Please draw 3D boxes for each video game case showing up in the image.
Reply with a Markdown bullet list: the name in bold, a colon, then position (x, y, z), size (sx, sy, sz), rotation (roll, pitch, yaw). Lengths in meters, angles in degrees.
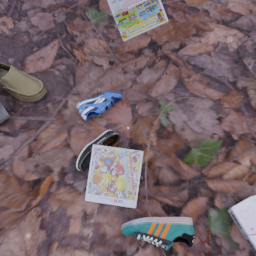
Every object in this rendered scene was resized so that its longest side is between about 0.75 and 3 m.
- **video game case**: position (0.334, -4.042, 9.681), size (1.690, 0.193, 1.538), rotation (-22, 94, 9)
- **video game case**: position (-0.448, 1.570, 9.180), size (1.697, 0.213, 1.865), rotation (8, 86, 4)

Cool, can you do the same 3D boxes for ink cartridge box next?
- **ink cartridge box**: position (4.443, 2.835, 8.784), size (2.016, 0.575, 1.639), rotation (-25, 66, -8)

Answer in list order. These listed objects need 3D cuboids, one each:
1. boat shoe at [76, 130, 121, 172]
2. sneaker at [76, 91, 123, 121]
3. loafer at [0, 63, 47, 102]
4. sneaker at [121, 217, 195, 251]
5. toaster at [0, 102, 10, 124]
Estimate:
- **boat shoe**: position (-1.010, 0.783, 9.611), size (1.855, 0.666, 0.627), rotation (-44, 36, -20)
- **sneaker**: position (-0.993, -0.827, 10.543), size (1.797, 0.665, 0.739), rotation (-22, 70, -4)
- **loafer**: position (-4.405, -1.815, 10.870), size (2.630, 0.887, 1.000), rotation (20, 65, 10)
- **sneaker**: position (0.910, 3.198, 8.408), size (2.228, 0.795, 0.890), rotation (-2, 59, -2)
- **toaster**: position (-5.336, -0.934, 9.966), size (1.189, 2.004, 1.812), rotation (-36, 61, -19)
